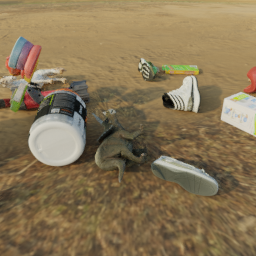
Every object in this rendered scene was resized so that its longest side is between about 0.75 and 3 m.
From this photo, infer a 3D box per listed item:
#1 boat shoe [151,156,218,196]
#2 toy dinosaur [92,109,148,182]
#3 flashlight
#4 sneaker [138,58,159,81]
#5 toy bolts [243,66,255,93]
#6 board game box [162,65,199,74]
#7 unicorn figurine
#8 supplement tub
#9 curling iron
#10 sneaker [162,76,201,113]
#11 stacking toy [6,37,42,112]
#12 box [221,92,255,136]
[{"bbox_3d":[1.398,1.105,6.835,1.718,0.633,0.551,15,38,35],"label":"boat shoe"},{"bbox_3d":[-0.267,0.647,7.442,1.506,1.133,2.944,-8,36,9],"label":"toy dinosaur"},{"bbox_3d":[-2.856,-1.283,10.430,2.723,0.922,0.925,-11,60,-11],"label":"flashlight"},{"bbox_3d":[1.104,-2.812,13.348,0.898,0.779,2.027,1,32,-13],"label":"sneaker"},{"bbox_3d":[6.101,-2.208,11.133,2.464,2.354,1.709,-36,49,-20],"label":"toy bolts"},{"bbox_3d":[2.577,-2.917,13.940,1.757,0.263,0.839,5,30,3],"label":"board game box"},{"bbox_3d":[-3.908,-1.986,11.788,2.026,1.090,2.950,7,15,13],"label":"unicorn figurine"},{"bbox_3d":[-1.931,-0.156,8.093,1.471,1.471,2.401,-3,32,-5],"label":"supplement tub"},{"bbox_3d":[-4.679,-1.095,10.544,2.992,0.742,0.382,-21,1,-25],"label":"curling iron"},{"bbox_3d":[1.977,-1.417,10.787,1.338,0.878,2.326,4,33,3],"label":"sneaker"},{"bbox_3d":[-3.545,-1.678,8.743,0.960,2.057,2.272,22,-16,-18],"label":"stacking toy"},{"bbox_3d":[4.044,-0.438,9.189,0.917,0.826,1.630,-21,36,-29],"label":"box"}]
